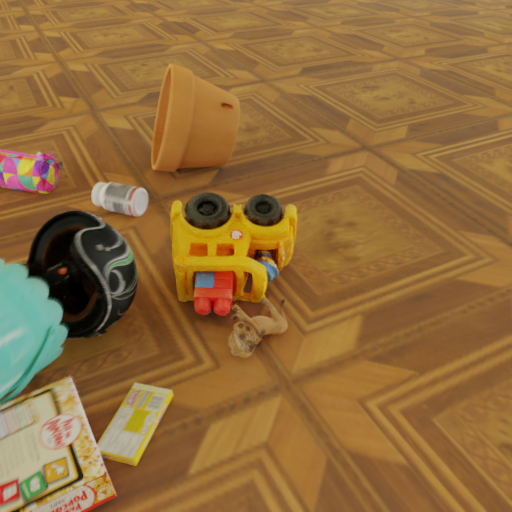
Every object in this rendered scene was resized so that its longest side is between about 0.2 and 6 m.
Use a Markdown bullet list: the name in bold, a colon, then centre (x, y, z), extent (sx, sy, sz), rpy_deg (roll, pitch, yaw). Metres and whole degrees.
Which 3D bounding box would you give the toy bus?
- **toy bus**: centre (-0.382, 0.137, 9.720), extent (2.267, 1.538, 2.176), rpy_deg (0, 50, -4)

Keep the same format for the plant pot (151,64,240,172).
- **plant pot**: centre (-1.445, -3.161, 13.439), extent (1.728, 2.468, 2.468), rpy_deg (7, 34, -18)

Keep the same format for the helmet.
- **helmet**: centre (-2.814, 0.277, 8.996), extent (1.905, 1.905, 1.816), rpy_deg (0, 21, 0)

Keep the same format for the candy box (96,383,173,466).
- **candy box**: centre (-1.675, 2.298, 7.766), extent (0.618, 0.160, 1.209), rpy_deg (6, 37, 18)

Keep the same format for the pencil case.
- **pencil case**: centre (-5.642, -2.029, 12.950), extent (2.184, 0.965, 0.965), rpy_deg (6, 37, 10)

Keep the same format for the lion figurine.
- **lion figurine**: centre (0.094, 1.136, 9.079), extent (1.367, 0.495, 0.837), rpy_deg (-16, 48, -27)

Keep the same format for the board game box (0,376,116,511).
- **board game box**: centre (-3.127, 2.673, 6.845), extent (2.320, 0.537, 1.757), rpy_deg (-21, 42, -20)

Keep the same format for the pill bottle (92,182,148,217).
- **pill bottle**: centre (-2.957, -1.251, 12.128), extent (1.086, 0.629, 0.629), rpy_deg (13, 39, 17)

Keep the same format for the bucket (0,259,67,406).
- **bucket**: centre (-3.793, 1.123, 7.758), extent (1.946, 1.946, 1.266), rpy_deg (14, 28, 17)
